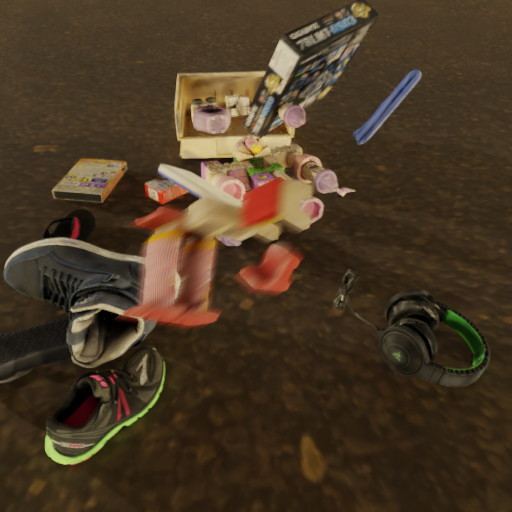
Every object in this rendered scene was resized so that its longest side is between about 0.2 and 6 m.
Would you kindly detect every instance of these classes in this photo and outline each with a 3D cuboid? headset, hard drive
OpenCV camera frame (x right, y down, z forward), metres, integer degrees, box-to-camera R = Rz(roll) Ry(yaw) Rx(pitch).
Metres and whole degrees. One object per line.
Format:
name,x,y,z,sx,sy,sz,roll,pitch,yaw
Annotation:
headset,2.588,1.103,9.271,2.664,1.251,1.645,20,38,7
hard drive,-0.802,-1.042,9.093,1.413,0.179,0.932,32,12,24

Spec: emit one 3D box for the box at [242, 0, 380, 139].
box,1.202,-4.286,12.977,2.838,2.816,0.705,-38,83,-30

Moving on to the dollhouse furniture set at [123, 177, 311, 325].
dollhouse furniture set,-0.606,-0.001,7.374,1.126,2.768,1.490,14,70,-34

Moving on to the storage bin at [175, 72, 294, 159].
storage bin,-0.664,-4.088,16.207,3.201,1.500,3.178,-2,35,-4

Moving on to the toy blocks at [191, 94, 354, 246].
toy blocks,0.286,-1.715,11.722,2.715,2.905,2.446,-14,32,-18

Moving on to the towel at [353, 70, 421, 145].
towel,2.491,-2.821,10.537,0.259,1.571,2.169,41,22,1

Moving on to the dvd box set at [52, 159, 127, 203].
dvd box set,-4.216,-1.957,14.326,1.297,0.261,1.773,5,37,7

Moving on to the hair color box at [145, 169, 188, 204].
hair color box,-2.106,-1.746,13.947,0.639,0.368,1.152,29,44,34

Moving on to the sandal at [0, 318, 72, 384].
sandal,-4.060,1.711,9.032,2.812,0.602,1.069,-9,31,-31

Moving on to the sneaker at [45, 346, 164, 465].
sneaker,-2.138,2.045,8.237,0.854,0.932,2.224,19,40,24

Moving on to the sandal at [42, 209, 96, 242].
sandal,-4.170,-0.425,11.991,0.865,0.519,2.304,9,37,13

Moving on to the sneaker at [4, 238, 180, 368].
sneaker,-3.164,0.722,9.513,3.282,1.248,2.372,6,25,6
